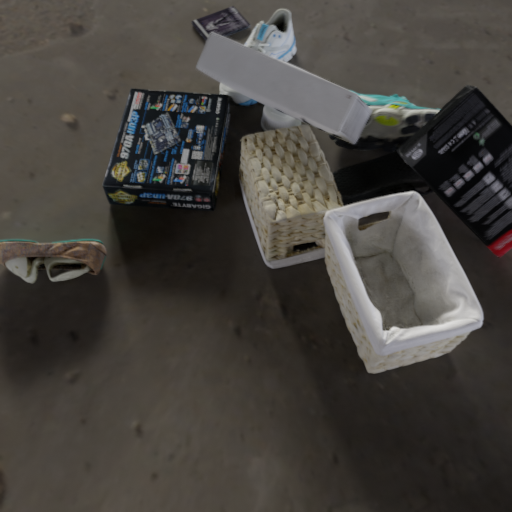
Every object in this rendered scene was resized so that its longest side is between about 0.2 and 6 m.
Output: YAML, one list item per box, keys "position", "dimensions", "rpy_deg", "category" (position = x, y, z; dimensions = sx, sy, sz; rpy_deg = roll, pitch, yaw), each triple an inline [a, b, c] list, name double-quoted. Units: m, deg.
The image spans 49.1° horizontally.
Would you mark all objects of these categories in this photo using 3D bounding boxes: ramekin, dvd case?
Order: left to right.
- position: [-0.919, -6.020, 14.567]
  dimensions: [1.259, 0.101, 0.936]
  rpy_deg: [-27, 62, -15]
  category: "dvd case"
- position: [0.566, -3.138, 12.616]
  dimensions: [0.920, 0.449, 0.920]
  rpy_deg: [0, 59, 0]
  category: "ramekin"

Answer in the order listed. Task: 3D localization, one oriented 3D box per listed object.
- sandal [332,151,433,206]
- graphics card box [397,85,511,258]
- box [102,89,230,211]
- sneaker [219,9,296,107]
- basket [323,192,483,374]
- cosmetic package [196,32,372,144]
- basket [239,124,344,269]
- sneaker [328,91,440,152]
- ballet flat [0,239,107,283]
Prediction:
- position: [2.967, -1.615, 11.631]
  dimensions: [2.958, 0.708, 1.112]
  rpy_deg: [-10, 54, 10]
  category: "sandal"
- position: [4.174, -1.530, 10.308]
  dimensions: [2.775, 1.741, 0.706]
  rpy_deg: [42, 20, -10]
  category: "graphics card box"
- position: [-1.821, -2.333, 11.998]
  dimensions: [2.260, 0.654, 2.843]
  rpy_deg: [4, 59, 2]
  category: "box"
- position: [0.005, -4.737, 13.129]
  dimensions: [1.094, 1.264, 2.918]
  rpy_deg: [24, 63, 13]
  category: "sneaker"
- position: [2.344, 0.516, 9.693]
  dimensions: [1.819, 1.655, 2.683]
  rpy_deg: [-13, 59, -7]
  category: "basket"
- position: [0.550, -3.405, 11.446]
  dimensions: [3.406, 1.406, 0.862]
  rpy_deg: [30, 101, 20]
  category: "cosmetic package"
- position: [0.660, -1.204, 10.848]
  dimensions: [1.606, 1.461, 2.369]
  rpy_deg: [-13, 60, -7]
  category: "basket"
- position: [3.206, -2.973, 12.101]
  dimensions: [3.349, 1.298, 1.334]
  rpy_deg: [14, 51, 8]
  category: "sneaker"
- position: [-3.987, 0.105, 10.499]
  dimensions: [2.280, 0.776, 0.767]
  rpy_deg: [-3, 67, 0]
  category: "ballet flat"
